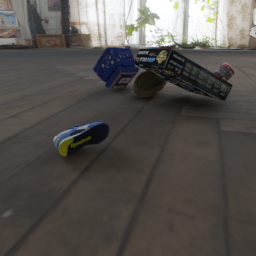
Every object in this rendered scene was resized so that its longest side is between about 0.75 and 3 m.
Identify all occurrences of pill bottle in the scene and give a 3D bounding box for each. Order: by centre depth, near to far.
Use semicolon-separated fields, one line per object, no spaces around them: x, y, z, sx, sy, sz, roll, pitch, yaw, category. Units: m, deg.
3.564;-1.967;10.838;1.033;0.599;0.599;-45;22;5;pill bottle

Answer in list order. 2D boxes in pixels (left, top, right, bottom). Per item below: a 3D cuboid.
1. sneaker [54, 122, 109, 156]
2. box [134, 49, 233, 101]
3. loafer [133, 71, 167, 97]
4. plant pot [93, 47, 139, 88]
-0.988;0.143;5.996;1.302;0.481;0.536;-20;29;-35;sneaker
1.852;-1.875;9.723;2.774;0.638;2.205;21;6;-27;box
1.084;-1.869;11.430;1.025;0.909;2.695;34;46;18;loafer
-0.459;-2.600;12.425;1.445;1.445;1.299;-11;64;-43;plant pot
